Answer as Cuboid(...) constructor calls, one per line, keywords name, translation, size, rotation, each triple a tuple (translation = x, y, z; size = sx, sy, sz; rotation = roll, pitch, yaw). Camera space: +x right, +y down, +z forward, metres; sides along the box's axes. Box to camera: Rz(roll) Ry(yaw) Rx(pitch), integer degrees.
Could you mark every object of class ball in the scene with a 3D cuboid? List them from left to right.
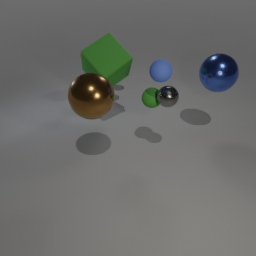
Cuboid(name="ball", translation=(-1.092, -0.953, 8.392), size=(1.400, 1.400, 1.400), rotation=(0, 31, 0))
Cuboid(name="ball", translation=(0.812, -1.026, 9.504), size=(0.700, 0.700, 0.700), rotation=(0, 31, 0))
Cuboid(name="ball", translation=(1.005, -1.745, 8.556), size=(0.700, 0.700, 0.700), rotation=(0, 31, 0))
Cuboid(name="ball", translation=(1.278, -1.010, 8.986), size=(0.700, 0.700, 0.700), rotation=(0, 31, 0))
Cuboid(name="ball", translation=(3.333, -2.021, 10.306), size=(1.400, 1.400, 1.400), rotation=(0, 31, 0))

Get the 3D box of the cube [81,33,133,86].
Cuboid(name="cube", translation=(-0.843, -2.497, 10.911), size=(1.400, 1.400, 1.400), rotation=(-39, 82, -15))
